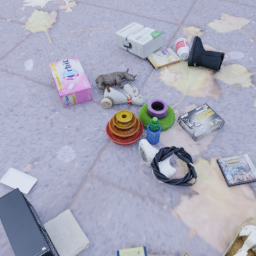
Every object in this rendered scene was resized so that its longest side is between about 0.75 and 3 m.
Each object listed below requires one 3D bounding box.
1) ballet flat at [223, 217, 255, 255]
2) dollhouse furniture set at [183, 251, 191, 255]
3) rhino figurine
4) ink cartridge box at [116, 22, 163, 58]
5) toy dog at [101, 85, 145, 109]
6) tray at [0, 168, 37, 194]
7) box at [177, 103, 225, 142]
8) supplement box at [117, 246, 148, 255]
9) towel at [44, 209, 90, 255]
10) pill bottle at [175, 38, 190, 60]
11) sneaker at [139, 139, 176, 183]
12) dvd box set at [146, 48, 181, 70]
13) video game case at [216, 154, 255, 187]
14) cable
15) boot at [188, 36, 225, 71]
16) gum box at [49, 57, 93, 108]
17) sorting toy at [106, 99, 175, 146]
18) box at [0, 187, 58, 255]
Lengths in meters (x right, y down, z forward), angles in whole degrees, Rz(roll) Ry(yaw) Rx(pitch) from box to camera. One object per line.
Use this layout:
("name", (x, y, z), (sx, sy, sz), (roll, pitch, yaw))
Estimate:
("ballet flat", (3.275, 3.457, 7.847), (0.930, 0.861, 2.638), (34, 59, 23))
("dollhouse furniture set", (1.840, 3.910, 7.907), (0.758, 0.308, 0.408), (22, 54, 37))
("rhino figurine", (-0.506, -2.166, 12.405), (2.003, 0.599, 0.876), (-18, 53, -16))
("ink cartridge box", (0.537, -4.375, 13.861), (1.407, 0.797, 1.920), (-38, 54, -26))
("toy dog", (-0.261, -1.381, 11.601), (1.824, 0.879, 1.203), (-12, 53, -9))
("tray", (-3.735, 1.817, 9.591), (1.145, 0.127, 0.615), (19, 54, 15))
("box", (2.873, -0.249, 11.052), (1.464, 0.354, 1.160), (-25, 56, -18))
("supplement box", (0.152, 3.828, 7.744), (0.841, 0.565, 0.842), (-7, 52, -5))
("towel", (-1.841, 3.216, 8.438), (0.919, 0.239, 1.386), (-29, 56, -22))
("pill bottle", (2.680, -3.849, 13.703), (0.606, 0.606, 1.079), (-1, 52, -1))
("sneaker", (1.040, 1.078, 9.916), (0.867, 0.680, 1.746), (-21, 64, -24))
("dvd box set", (1.684, -3.354, 13.570), (1.395, 0.205, 1.020), (-21, 55, -16))
("video game case", (3.872, 1.465, 9.848), (1.192, 0.152, 1.077), (-9, 53, -7))
("cable", (1.545, 1.252, 9.446), (1.731, 0.440, 1.413), (8, 66, -20))
("boot", (3.792, -3.557, 13.376), (1.592, 0.724, 1.895), (12, 59, 13))
("gum box", (-2.525, -2.081, 12.216), (1.311, 0.764, 2.310), (-18, 54, -13))
("sorting toy", (0.614, -0.366, 10.590), (2.981, 1.224, 1.791), (-27, 57, -20))
("box", (-2.819, 2.939, 7.865), (0.820, 1.468, 2.080), (-28, 57, -21))
